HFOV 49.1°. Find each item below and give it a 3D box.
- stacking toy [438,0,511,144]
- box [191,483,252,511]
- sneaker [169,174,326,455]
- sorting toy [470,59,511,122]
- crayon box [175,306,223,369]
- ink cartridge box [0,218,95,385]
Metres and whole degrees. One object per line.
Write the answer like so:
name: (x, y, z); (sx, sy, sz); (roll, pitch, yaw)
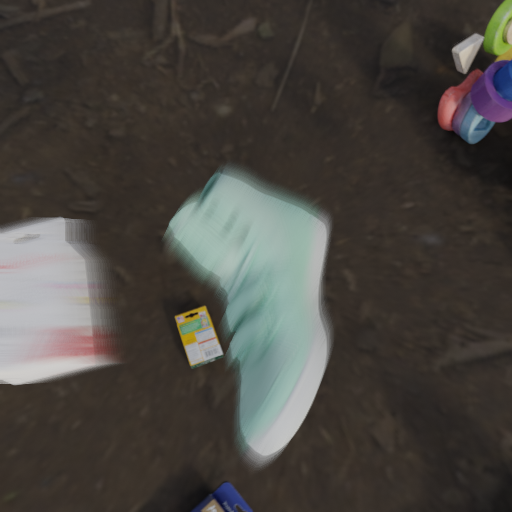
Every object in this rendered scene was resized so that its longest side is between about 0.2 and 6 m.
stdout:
stacking toy: (3.659, -2.669, 8.285); (1.938, 1.755, 0.819); (-42, 58, -12)
box: (-0.628, 3.476, 6.510); (1.487, 0.241, 0.901); (-39, 72, -16)
sneaker: (-0.201, 0.340, 4.662); (1.431, 0.893, 2.426); (27, 44, -19)
sorting toy: (4.677, -1.056, 7.291); (1.495, 1.485, 4.313); (-37, 86, -16)
crayon box: (-0.771, 1.094, 7.554); (0.454, 0.186, 0.722); (-19, 69, -8)
ink cartridge box: (-2.039, 0.407, 5.284); (0.814, 0.472, 1.398); (-14, 65, 1)
